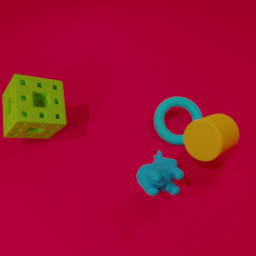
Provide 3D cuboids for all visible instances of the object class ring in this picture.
[{"bbox_3d":[1.397,-0.205,7.741,1.363,0.273,1.363,1,79,-4],"label":"ring"}]

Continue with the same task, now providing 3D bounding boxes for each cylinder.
[{"bbox_3d":[1.931,0.200,6.487,0.943,0.943,0.943,-15,47,-45],"label":"cylinder"}]

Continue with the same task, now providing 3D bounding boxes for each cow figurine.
[{"bbox_3d":[0.647,0.980,6.179,1.281,0.703,1.261,3,15,-32],"label":"cow figurine"}]

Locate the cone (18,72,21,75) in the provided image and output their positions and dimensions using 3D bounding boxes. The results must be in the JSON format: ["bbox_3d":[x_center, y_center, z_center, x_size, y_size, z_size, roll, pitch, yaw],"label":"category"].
[{"bbox_3d":[-3.158,-1.211,8.270,0.890,0.890,0.893,-7,94,-5],"label":"cone"}]

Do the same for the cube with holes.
[{"bbox_3d":[-2.428,-0.486,7.194,1.193,1.193,1.193,3,69,-36],"label":"cube with holes"}]
